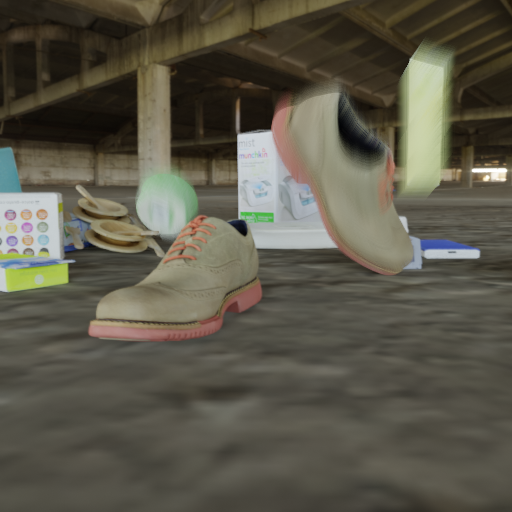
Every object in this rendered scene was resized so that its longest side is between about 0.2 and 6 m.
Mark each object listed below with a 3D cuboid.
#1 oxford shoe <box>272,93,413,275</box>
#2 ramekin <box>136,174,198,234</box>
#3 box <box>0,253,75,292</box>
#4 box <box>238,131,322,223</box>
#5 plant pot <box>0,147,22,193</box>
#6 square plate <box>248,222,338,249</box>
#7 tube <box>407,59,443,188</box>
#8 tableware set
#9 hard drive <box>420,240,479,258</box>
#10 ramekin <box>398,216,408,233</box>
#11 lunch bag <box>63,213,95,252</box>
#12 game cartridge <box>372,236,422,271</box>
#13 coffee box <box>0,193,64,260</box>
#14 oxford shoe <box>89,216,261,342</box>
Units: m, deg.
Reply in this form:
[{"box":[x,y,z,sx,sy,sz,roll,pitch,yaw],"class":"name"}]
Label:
[{"box":[1.265,-0.747,6.617,0.975,2.607,0.918,-14,39,46],"class":"oxford shoe"},{"box":[-1.516,-0.832,9.381,0.989,0.989,0.483,2,41,13],"class":"ramekin"},{"box":[-2.864,0.180,6.617,1.320,0.315,0.805,5,9,35],"class":"box"},{"box":[0.875,-1.903,14.494,1.335,2.436,2.761,6,9,41],"class":"box"},{"box":[-6.469,-1.185,11.779,2.573,1.819,1.818,-15,14,-33],"class":"plant pot"},{"box":[0.790,-0.450,11.420,2.530,0.360,2.507,-2,7,-12],"class":"square plate"},{"box":[2.731,-2.126,9.069,0.519,2.000,0.580,2,0,17],"class":"tube"},{"box":[-2.459,-0.630,9.482,1.489,0.452,2.253,6,18,-30],"class":"tableware set"},{"box":[3.093,-0.124,9.554,0.884,0.170,1.340,0,7,-2],"class":"hard drive"},{"box":[3.287,-0.765,13.678,0.839,0.391,0.839,0,7,0],"class":"ramekin"},{"box":[-3.898,-0.424,10.050,1.778,0.672,1.425,3,10,13],"class":"lunch bag"},{"box":[1.921,-0.048,7.717,0.729,0.486,0.149,-1,-2,-14],"class":"game cartridge"},{"box":[-3.412,-0.399,8.241,1.052,1.042,1.054,-2,8,-16],"class":"coffee box"},{"box":[-0.606,0.123,4.707,0.858,0.911,2.435,2,8,15],"class":"oxford shoe"}]
